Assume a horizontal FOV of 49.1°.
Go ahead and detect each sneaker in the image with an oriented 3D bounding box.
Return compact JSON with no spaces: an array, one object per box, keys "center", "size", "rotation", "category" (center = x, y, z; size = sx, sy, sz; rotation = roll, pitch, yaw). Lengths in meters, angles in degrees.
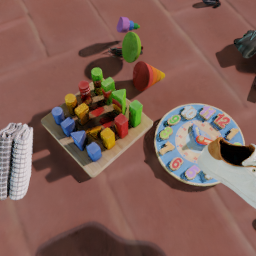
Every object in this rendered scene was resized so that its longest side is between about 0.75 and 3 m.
[{"center":[2.569,0.950,5.500],"size":[2.302,0.975,0.838],"rotation":[27,51,7],"category":"sneaker"},{"center":[4.520,-3.187,9.679],"size":[1.955,0.737,0.775],"rotation":[-32,64,-17],"category":"sneaker"}]

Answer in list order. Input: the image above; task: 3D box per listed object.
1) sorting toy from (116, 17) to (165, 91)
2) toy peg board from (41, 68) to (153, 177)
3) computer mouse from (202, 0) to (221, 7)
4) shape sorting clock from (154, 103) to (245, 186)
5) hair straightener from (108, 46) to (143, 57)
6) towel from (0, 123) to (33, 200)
[{"center":[0.484,-2.504,9.284],"size":[0.965,0.972,2.803],"rotation":[-7,67,-30],"category":"sorting toy"},{"center":[-0.916,-0.371,7.888],"size":[2.382,1.170,2.392],"rotation":[-40,68,-20],"category":"toy peg board"},{"center":[3.226,-4.942,10.957],"size":[0.761,0.201,0.527],"rotation":[4,61,-10],"category":"computer mouse"},{"center":[1.996,0.378,7.865],"size":[2.498,0.490,2.498],"rotation":[0,61,0],"category":"shape sorting clock"},{"center":[-0.089,-2.624,9.638],"size":[1.220,0.250,0.470],"rotation":[4,62,2],"category":"hair straightener"},{"center":[-1.692,0.438,4.134],"size":[0.468,1.094,0.906],"rotation":[4,101,-16],"category":"towel"}]
